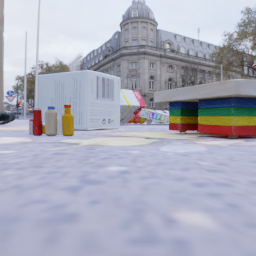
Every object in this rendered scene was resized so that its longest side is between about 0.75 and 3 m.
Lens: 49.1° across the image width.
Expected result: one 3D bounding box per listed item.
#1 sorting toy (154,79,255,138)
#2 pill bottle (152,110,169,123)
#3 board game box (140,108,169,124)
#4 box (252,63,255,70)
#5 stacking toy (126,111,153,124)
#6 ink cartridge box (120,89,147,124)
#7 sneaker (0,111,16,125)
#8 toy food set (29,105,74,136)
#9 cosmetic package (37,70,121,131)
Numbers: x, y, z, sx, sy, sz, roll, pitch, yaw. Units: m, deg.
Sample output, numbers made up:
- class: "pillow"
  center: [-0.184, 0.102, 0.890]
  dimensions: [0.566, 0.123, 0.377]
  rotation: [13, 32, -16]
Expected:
- class: "sorting toy"
  center: [2.578, -0.371, 6.533]
  dimensions: [2.956, 1.035, 2.974]
  rotation: [0, 2, -23]
- class: "pill bottle"
  center: [2.367, -0.741, 18.876]
  dimensions: [0.867, 0.867, 1.536]
  rotation: [2, 2, 43]
- class: "board game box"
  center: [1.801, -0.615, 15.357]
  dimensions: [1.780, 0.453, 2.648]
  rotation: [15, 6, 13]
- class: "box"
  center: [4.897, -2.210, 9.798]
  dimensions: [0.599, 0.175, 0.876]
  rotation: [39, -26, -4]
- class: "stacking toy"
  center: [0.696, -0.603, 16.281]
  dimensions: [1.528, 1.116, 1.116]
  rotation: [15, 4, 5]
- class: "ink cartridge box"
  center: [-0.625, -1.077, 14.508]
  dimensions: [1.886, 1.084, 2.598]
  rotation: [-38, -21, 34]
- class: "sneaker"
  center: [-6.684, -0.441, 13.829]
  dimensions: [2.119, 0.704, 0.959]
  rotation: [-5, 6, -19]
- class: "toy food set"
  center: [-1.820, -0.179, 6.386]
  dimensions: [0.708, 0.667, 1.483]
  rotation: [-2, 3, -37]
- class: "cosmetic package"
  center: [-1.625, -0.861, 9.375]
  dimensions: [2.174, 1.794, 1.792]
  rotation: [2, 2, 33]
